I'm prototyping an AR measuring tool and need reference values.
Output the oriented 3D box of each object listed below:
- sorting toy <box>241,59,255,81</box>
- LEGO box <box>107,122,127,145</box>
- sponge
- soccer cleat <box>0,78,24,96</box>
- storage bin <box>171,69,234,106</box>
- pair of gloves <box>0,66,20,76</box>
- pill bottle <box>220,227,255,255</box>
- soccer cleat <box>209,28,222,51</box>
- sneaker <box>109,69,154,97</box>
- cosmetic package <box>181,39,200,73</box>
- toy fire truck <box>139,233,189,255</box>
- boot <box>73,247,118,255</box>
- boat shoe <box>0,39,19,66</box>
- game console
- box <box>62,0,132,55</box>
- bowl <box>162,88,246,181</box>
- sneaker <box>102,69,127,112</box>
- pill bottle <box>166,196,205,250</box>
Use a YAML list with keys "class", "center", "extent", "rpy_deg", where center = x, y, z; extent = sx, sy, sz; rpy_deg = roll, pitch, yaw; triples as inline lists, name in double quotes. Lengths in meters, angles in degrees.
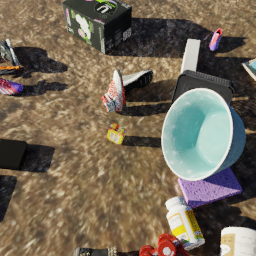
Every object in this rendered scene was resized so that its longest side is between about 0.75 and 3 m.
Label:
- class: "sorting toy"
  center: [6.400, -2.461, 12.120]
  extent: [2.231, 0.407, 2.065]
  rpy_deg: [-18, 57, -12]
- class: "LEGO box"
  center: [-0.409, 0.216, 9.989]
  extent: [0.576, 0.773, 0.298]
  rpy_deg: [25, 57, 3]
- class: "sponge"
  center: [2.669, 1.888, 9.196]
  extent: [1.845, 0.275, 1.029]
  rpy_deg: [-15, 56, -9]
- class: "soccer cleat"
  center: [-5.215, -1.801, 11.503]
  extent: [1.826, 0.668, 0.623]
  rpy_deg: [9, 56, 6]
- class: "storage bin"
  center: [2.788, -1.234, 10.504]
  extent: [2.054, 1.389, 0.963]
  rpy_deg: [19, 26, 13]
- class: "pair of gloves"
  center: [-5.289, -2.425, 11.828]
  extent: [1.298, 0.180, 1.457]
  rpy_deg: [-8, 26, -10]
- class: "pill bottle"
  center: [2.996, 3.799, 7.322]
  extent: [1.186, 1.186, 2.073]
  rpy_deg: [12, 57, 8]
- class: "soccer cleat"
  center: [4.152, -4.175, 13.255]
  extent: [0.455, 0.488, 1.333]
  rpy_deg: [20, 58, 13]
- class: "sneaker"
  center: [0.148, -1.960, 11.563]
  extent: [2.044, 0.755, 0.810]
  rpy_deg: [-27, 51, -15]
- class: "cosmetic package"
  center: [2.617, -2.691, 11.967]
  extent: [0.580, 0.946, 2.292]
  rpy_deg: [10, 55, 10]
- class: "toy fire truck"
  center: [0.983, 3.715, 7.562]
  extent: [1.519, 0.852, 1.275]
  rpy_deg: [-34, 80, 1]
- class: "boot"
  center: [-0.849, 4.032, 7.533]
  extent: [1.264, 0.614, 1.678]
  rpy_deg: [-5, 49, -3]
- class: "boat shoe"
  center: [-5.387, -3.302, 12.554]
  extent: [0.594, 0.744, 1.968]
  rpy_deg: [-23, 46, -16]
- class: "game console"
  center: [-4.534, 1.626, 9.332]
  extent: [1.722, 0.352, 2.920]
  rpy_deg: [5, 56, 4]
- class: "box"
  center: [-1.409, -5.095, 13.187]
  extent: [2.662, 1.655, 1.977]
  rpy_deg: [35, 62, 21]
- class: "bowl"
  center: [2.571, 0.281, 9.065]
  extent: [1.500, 2.867, 2.867]
  rpy_deg: [10, 48, -34]
- class: "sneaker"
  center: [-0.591, -1.365, 10.649]
  extent: [0.873, 1.628, 0.544]
  rpy_deg: [-13, 29, -8]
- class: "pill bottle"
  center: [1.619, 2.792, 8.259]
  extent: [0.781, 0.781, 1.406]
  rpy_deg: [-13, 57, -9]
